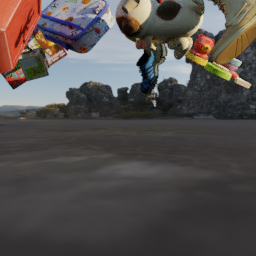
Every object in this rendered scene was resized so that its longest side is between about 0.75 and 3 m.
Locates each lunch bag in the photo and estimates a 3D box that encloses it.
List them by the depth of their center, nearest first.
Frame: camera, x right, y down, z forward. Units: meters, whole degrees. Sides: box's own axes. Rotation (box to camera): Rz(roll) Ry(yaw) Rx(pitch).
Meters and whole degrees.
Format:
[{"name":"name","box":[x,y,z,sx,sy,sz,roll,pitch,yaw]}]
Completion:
[{"name":"lunch bag","box":[-1.682,-3.286,8.707,2.340,1.875,0.884,28,-21,31]}]

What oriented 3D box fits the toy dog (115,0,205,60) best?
[{"name":"toy dog","box":[0.712,-2.733,7.257,2.128,1.485,2.064,2,0,-18]}]

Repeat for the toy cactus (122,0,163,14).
[{"name":"toy cactus","box":[0.257,-2.796,5.872,1.230,1.015,0.629,36,-8,28]}]

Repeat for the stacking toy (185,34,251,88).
[{"name":"stacking toy","box":[3.154,-2.235,9.239,2.062,0.871,1.867,13,26,-27]}]

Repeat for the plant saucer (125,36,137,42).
[{"name":"plant saucer","box":[0.587,-3.607,10.828,1.377,1.379,0.330,27,-39,-2]}]

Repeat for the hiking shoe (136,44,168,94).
[{"name":"hiking shoe","box":[0.611,-1.972,9.227,0.835,1.927,0.717,2,44,-17]}]

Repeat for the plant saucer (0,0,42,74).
[{"name":"plant saucer","box":[-2.555,-2.583,6.525,0.429,2.334,2.339,22,-19,-11]}]

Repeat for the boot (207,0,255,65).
[{"name":"boot","box":[2.225,-2.665,6.379,1.706,2.195,0.799,43,6,24]}]

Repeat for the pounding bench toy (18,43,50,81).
[{"name":"pounding bench toy","box":[-3.066,-2.274,8.979,0.726,1.169,0.912,-16,34,-3]}]

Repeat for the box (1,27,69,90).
[{"name":"box","box":[-3.737,-2.804,10.428,2.483,1.699,0.486,-33,17,0]}]
